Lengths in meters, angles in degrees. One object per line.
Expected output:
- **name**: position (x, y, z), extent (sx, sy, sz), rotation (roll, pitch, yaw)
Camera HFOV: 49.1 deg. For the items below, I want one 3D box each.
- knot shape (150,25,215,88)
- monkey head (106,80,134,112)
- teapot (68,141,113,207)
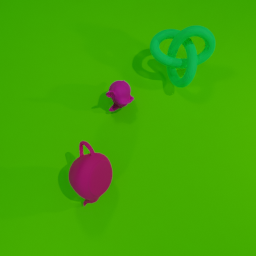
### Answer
- **knot shape**: position (1.506, -1.970, 7.908), extent (1.768, 0.817, 1.654), rotation (6, 104, 23)
- **monkey head**: position (-0.307, -0.908, 7.882), extent (0.875, 1.217, 0.733), rotation (-30, 101, 28)
- **teapot**: position (-0.955, 1.185, 6.802), extent (0.892, 1.133, 1.822), rotation (8, 109, 35)
